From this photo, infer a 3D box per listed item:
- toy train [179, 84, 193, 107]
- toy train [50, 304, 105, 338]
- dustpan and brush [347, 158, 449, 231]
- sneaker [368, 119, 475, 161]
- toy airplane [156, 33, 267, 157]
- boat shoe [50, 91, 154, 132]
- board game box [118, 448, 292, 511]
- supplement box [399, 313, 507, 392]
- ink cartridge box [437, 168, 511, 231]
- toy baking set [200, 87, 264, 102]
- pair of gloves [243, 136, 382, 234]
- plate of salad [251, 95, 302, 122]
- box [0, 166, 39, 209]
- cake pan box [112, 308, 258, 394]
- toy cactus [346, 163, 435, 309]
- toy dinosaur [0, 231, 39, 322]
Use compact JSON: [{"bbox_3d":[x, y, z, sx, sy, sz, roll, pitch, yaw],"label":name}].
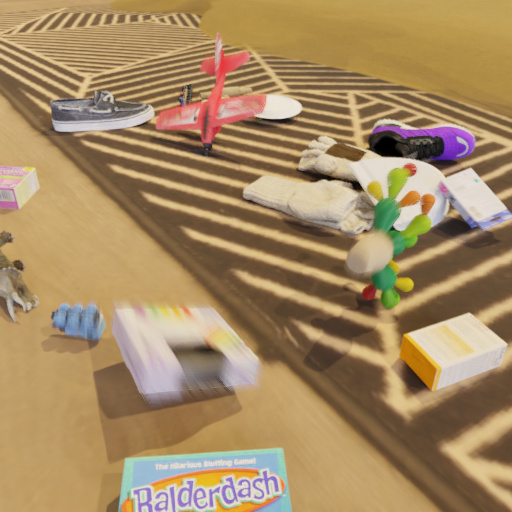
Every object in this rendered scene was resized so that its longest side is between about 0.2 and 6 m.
[{"bbox_3d":[-2.064,-4.742,16.506,0.367,0.274,1.604,-5,33,-1],"label":"toy train"},{"bbox_3d":[-2.469,0.914,7.762,0.737,0.421,0.319,1,34,6],"label":"toy train"},{"bbox_3d":[3.389,-1.274,11.003,2.785,0.797,1.943,-14,49,-10],"label":"dustpan and brush"},{"bbox_3d":[3.646,-2.422,12.636,2.360,0.821,1.174,10,39,23],"label":"sneaker"},{"bbox_3d":[-1.017,-3.817,13.457,3.117,3.117,0.573,24,-1,32],"label":"toy airplane"},{"bbox_3d":[-4.005,-3.859,14.618,2.603,0.882,0.934,-8,34,-11],"label":"boat shoe"},{"bbox_3d":[-0.443,2.795,4.985,1.648,0.487,2.167,-3,34,-5],"label":"board game box"},{"bbox_3d":[2.576,1.249,7.369,1.138,0.418,0.717,-14,36,-19],"label":"supplement box"},{"bbox_3d":[3.973,-0.990,10.186,0.746,0.262,1.250,-21,60,-19],"label":"ink cartridge box"},{"bbox_3d":[-0.842,-4.395,15.959,2.494,0.290,1.914,-8,34,-11],"label":"toy baking set"},{"bbox_3d":[1.642,-1.552,11.458,2.740,0.565,3.222,24,42,32],"label":"pair of gloves"},{"bbox_3d":[0.433,-3.998,15.269,1.607,0.386,1.607,1,36,-1],"label":"plate of salad"},{"bbox_3d":[-5.009,-1.385,11.280,0.854,0.470,0.971,3,33,5],"label":"box"},{"bbox_3d":[-0.915,1.134,6.956,1.430,0.406,1.553,1,20,-27],"label":"cake pan box"},{"bbox_3d":[1.752,-0.203,7.919,1.081,2.114,1.744,24,27,30],"label":"toy cactus"},{"bbox_3d":[-4.342,0.198,8.570,2.264,0.871,1.158,8,28,6],"label":"toy dinosaur"}]
